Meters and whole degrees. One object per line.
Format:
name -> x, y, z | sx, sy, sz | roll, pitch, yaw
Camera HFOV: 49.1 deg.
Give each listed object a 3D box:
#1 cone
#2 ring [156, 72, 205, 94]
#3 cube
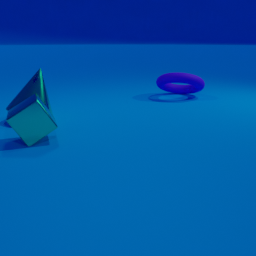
cone -> -2.621, -1.041, 7.922 | 1.328, 1.333, 1.328 | 15, 10, -3
ring -> 2.055, -1.739, 11.040 | 1.889, 0.378, 1.889 | 7, -7, 1
cube -> -2.168, -0.198, 6.348 | 0.779, 0.779, 0.779 | -35, 25, -7
